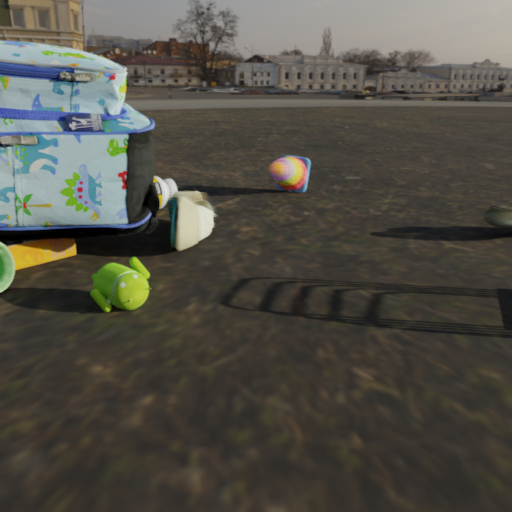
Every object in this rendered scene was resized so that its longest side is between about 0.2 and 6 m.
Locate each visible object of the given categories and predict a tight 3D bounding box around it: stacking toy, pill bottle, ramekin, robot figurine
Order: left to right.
[{"bbox_3d":[-3.554,0.155,7.258,0.352,0.721,0.721,-5,14,30],"label":"ramekin"},{"bbox_3d":[-1.671,0.380,6.929,0.843,0.488,0.740,19,49,41],"label":"robot figurine"},{"bbox_3d":[-2.242,-1.246,11.338,1.212,0.679,0.679,-15,24,-36],"label":"pill bottle"},{"bbox_3d":[0.629,-1.889,12.490,0.786,0.831,1.432,10,5,20],"label":"stacking toy"}]

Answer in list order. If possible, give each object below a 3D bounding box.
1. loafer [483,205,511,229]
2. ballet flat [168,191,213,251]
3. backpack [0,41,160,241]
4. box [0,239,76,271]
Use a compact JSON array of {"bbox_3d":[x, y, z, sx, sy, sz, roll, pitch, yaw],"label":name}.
[{"bbox_3d":[4.761,-0.769,9.657,1.853,0.645,0.697,2,7,-19],"label":"loafer"},{"bbox_3d":[-1.098,-0.675,9.557,0.817,0.817,2.352,-3,20,-9],"label":"ballet flat"},{"bbox_3d":[-3.587,-1.816,8.482,3.664,2.692,3.353,-7,23,-21],"label":"backpack"},{"bbox_3d":[-4.017,-0.088,8.396,2.184,0.453,1.300,-20,28,-40],"label":"box"}]
